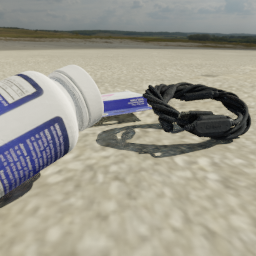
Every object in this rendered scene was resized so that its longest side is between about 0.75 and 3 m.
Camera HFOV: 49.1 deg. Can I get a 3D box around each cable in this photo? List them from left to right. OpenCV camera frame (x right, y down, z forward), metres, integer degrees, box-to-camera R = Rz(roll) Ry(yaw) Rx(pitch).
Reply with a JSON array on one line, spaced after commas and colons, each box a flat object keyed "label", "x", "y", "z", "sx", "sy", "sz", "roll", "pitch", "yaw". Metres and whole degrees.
[{"label": "cable", "x": 1.647, "y": -0.480, "z": 6.642, "sx": 2.627, "sy": 0.667, "sz": 2.143, "roll": -7, "pitch": 34, "yaw": -27}]

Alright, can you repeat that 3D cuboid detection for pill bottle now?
[{"label": "pill bottle", "x": -1.547, "y": -0.011, "z": 4.038, "sx": 1.396, "sy": 1.396, "sz": 2.333, "roll": 18, "pitch": 41, "yaw": 43}]

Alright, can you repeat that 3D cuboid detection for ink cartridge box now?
[{"label": "ink cartridge box", "x": -0.444, "y": -0.733, "z": 8.132, "sx": 1.826, "sy": 0.403, "sz": 1.860, "roll": -10, "pitch": 14, "yaw": -21}]
